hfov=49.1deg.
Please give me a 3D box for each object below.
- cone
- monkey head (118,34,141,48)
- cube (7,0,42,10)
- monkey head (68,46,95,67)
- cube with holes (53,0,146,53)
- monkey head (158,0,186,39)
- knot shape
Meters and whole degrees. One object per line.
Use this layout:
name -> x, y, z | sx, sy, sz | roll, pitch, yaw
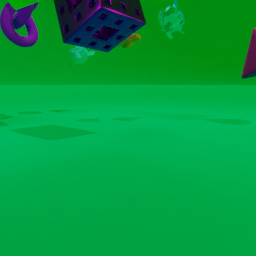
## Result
cone -> 3.662, -2.187, 7.806 | 1.271, 1.276, 1.271 | -13, -3, -1
monkey head -> -0.010, -2.575, 7.658 | 0.730, 0.611, 1.015 | -10, -13, 34
cube -> -2.430, -3.461, 6.333 | 0.918, 0.918, 0.918 | -16, -25, 8
monkey head -> -1.834, -2.674, 10.607 | 1.150, 0.827, 0.693 | -25, -35, 10
cube with holes -> -0.603, -2.460, 5.684 | 1.217, 1.217, 1.217 | -24, -14, 41
monkey head -> 1.281, -2.936, 7.787 | 0.731, 0.873, 1.213 | -21, -34, 10
knot shape -> -3.100, -3.502, 8.043 | 0.912, 1.848, 1.974 | 0, 52, -11
